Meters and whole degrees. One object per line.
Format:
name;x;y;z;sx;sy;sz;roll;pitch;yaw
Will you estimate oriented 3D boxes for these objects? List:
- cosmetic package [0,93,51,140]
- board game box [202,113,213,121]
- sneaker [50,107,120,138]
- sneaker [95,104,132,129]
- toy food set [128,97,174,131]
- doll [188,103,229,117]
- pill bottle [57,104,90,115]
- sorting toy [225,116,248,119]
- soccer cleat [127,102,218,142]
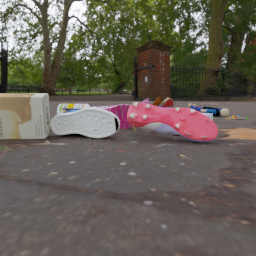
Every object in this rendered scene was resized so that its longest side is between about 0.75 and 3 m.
cosmetic package;-3.818;-0.371;8.663;2.623;1.380;0.932;-2;13;-4
board game box;2.547;-0.425;12.984;1.731;0.441;2.575;6;9;43
sneaker;-1.182;-0.266;9.444;2.435;0.981;1.783;-2;9;19
sneaker;-0.706;-0.508;11.396;2.471;1.005;1.090;0;9;-7
toy food set;0.993;-0.575;10.148;1.906;1.212;0.300;-22;21;-19
doll;4.992;-1.060;17.323;1.787;0.635;2.618;4;9;-45
pill bottle;-2.132;-0.578;12.167;1.699;0.943;0.943;1;7;3
sorting toy;6.004;-0.589;15.437;1.244;0.169;0.701;-2;7;-12
soccer cleat;1.276;-0.125;8.340;2.705;0.902;1.034;13;-19;13
